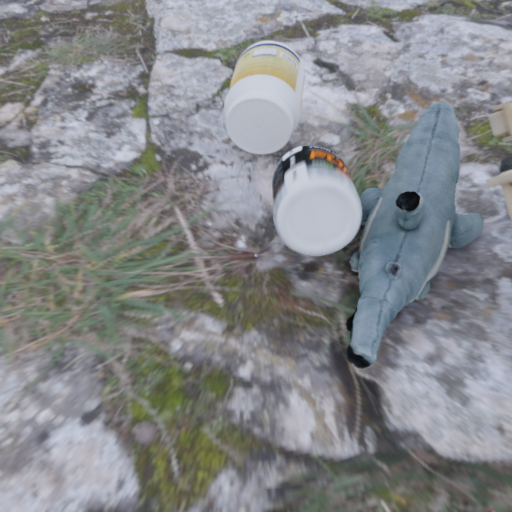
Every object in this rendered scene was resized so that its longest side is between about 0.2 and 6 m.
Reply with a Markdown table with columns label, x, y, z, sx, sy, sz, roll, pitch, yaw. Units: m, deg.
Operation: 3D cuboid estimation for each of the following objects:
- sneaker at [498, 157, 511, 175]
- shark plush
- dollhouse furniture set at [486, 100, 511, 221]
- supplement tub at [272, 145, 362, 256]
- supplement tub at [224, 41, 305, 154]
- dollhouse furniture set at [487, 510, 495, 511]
| label | x | y | z | sx | sy | sz | roll | pitch | yaw |
| --- | --- | --- | --- | --- | --- | --- | --- | --- | --- |
| sneaker | 5.399 | -1.595 | 9.975 | 2.004 | 0.794 | 0.756 | 10 | 50 | 10 |
| shark plush | 1.930 | -0.399 | 8.147 | 2.044 | 1.874 | 4.499 | 29 | 54 | 23 |
| dollhouse furniture set | 4.124 | -0.919 | 7.280 | 1.698 | 2.966 | 3.478 | -16 | 3 | 33 |
| supplement tub | 0.875 | -0.960 | 8.660 | 1.259 | 1.259 | 2.055 | 0 | 27 | 0 |
| supplement tub | 0.170 | -3.044 | 10.798 | 1.442 | 1.442 | 1.997 | 6 | 47 | 5 |
| dollhouse furniture set | 2.451 | 3.481 | 5.638 | 0.833 | 0.629 | 1.548 | 25 | 70 | 20 |
